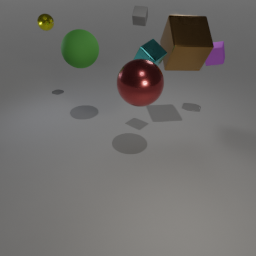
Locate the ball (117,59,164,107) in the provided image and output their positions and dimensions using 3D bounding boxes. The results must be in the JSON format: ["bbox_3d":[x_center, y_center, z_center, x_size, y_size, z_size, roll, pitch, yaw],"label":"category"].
[{"bbox_3d":[0.364,-1.331,8.291,1.400,1.400,1.400,0,29,0],"label":"ball"}]

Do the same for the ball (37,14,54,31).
[{"bbox_3d":[-3.552,-4.563,12.087,0.700,0.700,0.700,0,29,0],"label":"ball"}]

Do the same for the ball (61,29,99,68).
[{"bbox_3d":[-1.774,-2.926,10.389,1.400,1.400,1.400,0,29,0],"label":"ball"}]

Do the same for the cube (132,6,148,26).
[{"bbox_3d":[0.646,-5.935,14.839,0.700,0.700,0.700,10,70,8],"label":"cube"}]

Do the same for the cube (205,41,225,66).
[{"bbox_3d":[3.471,-2.978,11.212,0.700,0.700,0.700,-1,34,25],"label":"cube"}]

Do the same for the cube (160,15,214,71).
[{"bbox_3d":[2.065,-3.038,10.133,1.400,1.400,1.400,-1,67,-8],"label":"cube"}]

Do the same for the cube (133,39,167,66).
[{"bbox_3d":[0.735,-2.386,9.334,0.700,0.700,0.700,47,60,5],"label":"cube"}]
